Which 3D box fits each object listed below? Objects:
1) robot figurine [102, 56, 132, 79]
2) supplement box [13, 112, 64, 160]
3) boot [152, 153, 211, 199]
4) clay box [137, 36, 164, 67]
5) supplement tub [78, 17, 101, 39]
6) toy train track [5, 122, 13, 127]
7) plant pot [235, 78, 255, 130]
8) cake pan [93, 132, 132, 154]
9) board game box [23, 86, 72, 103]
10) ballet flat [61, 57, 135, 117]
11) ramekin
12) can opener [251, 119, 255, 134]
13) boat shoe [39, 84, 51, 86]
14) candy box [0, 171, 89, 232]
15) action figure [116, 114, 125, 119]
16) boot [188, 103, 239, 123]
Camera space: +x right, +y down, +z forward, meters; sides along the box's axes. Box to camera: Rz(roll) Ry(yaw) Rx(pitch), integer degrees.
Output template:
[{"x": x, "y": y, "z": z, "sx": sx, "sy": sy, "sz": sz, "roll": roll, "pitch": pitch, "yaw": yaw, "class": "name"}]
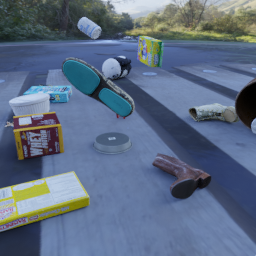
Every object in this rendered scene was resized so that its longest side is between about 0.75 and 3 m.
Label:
[{"x": -0.711, "y": -4.108, "z": 19.170, "sx": 1.452, "sy": 1.748, "sz": 2.327, "roll": 33, "pitch": 34, "yaw": 20, "class": "robot figurine"}, {"x": -2.943, "y": 0.201, "z": 9.188, "sx": 1.415, "sy": 0.952, "sz": 1.434, "roll": -8, "pitch": 24, "yaw": -19, "class": "supplement box"}, {"x": 1.107, "y": 1.165, "z": 7.387, "sx": 1.536, "sy": 0.529, "sz": 1.648, "roll": -2, "pitch": 22, "yaw": -42, "class": "boot"}, {"x": 1.024, "y": -3.598, "z": 13.172, "sx": 0.485, "sy": 1.171, "sz": 2.038, "roll": -6, "pitch": 26, "yaw": -19, "class": "clay box"}, {"x": -1.549, "y": -4.016, "z": 11.285, "sx": 0.833, "sy": 0.550, "sz": 0.550, "roll": 37, "pitch": 33, "yaw": 13, "class": "supplement tub"}, {"x": -4.564, "y": -0.134, "z": 11.105, "sx": 0.845, "sy": 0.137, "sz": 0.485, "roll": 19, "pitch": 29, "yaw": 37, "class": "toy train track"}, {"x": 5.478, "y": -1.286, "z": 10.606, "sx": 2.182, "sy": 2.182, "sz": 2.334, "roll": 14, "pitch": 39, "yaw": 30, "class": "plant pot"}, {"x": -0.525, "y": 0.473, "z": 9.474, "sx": 1.342, "sy": 0.246, "sz": 1.342, "roll": 0, "pitch": 22, "yaw": 0, "class": "cake pan"}, {"x": -4.118, "y": -1.766, "z": 14.599, "sx": 2.132, "sy": 0.500, "sz": 1.609, "roll": -1, "pitch": 22, "yaw": -2, "class": "board game box"}, {"x": -0.679, "y": -0.999, "z": 6.704, "sx": 1.992, "sy": 0.676, "sz": 0.750, "roll": 35, "pitch": 23, "yaw": -16, "class": "ballet flat"}, {"x": -4.149, "y": -0.931, "z": 12.008, "sx": 1.655, "sy": 0.771, "sz": 1.655, "roll": -6, "pitch": 19, "yaw": 2, "class": "ramekin"}, {"x": 5.665, "y": 0.078, "z": 9.677, "sx": 2.666, "sy": 0.702, "sz": 0.886, "roll": 15, "pitch": 44, "yaw": 29, "class": "can opener"}, {"x": -4.690, "y": -2.385, "z": 16.366, "sx": 1.060, "sy": 0.317, "sz": 0.379, "roll": 2, "pitch": 22, "yaw": 4, "class": "boat shoe"}, {"x": -2.246, "y": 1.672, "z": 6.425, "sx": 2.462, "sy": 0.325, "sz": 1.258, "roll": -11, "pitch": 27, "yaw": -24, "class": "candy box"}, {"x": -0.166, "y": -0.813, "z": 12.508, "sx": 0.496, "sy": 0.392, "sz": 1.515, "roll": 1, "pitch": 19, "yaw": 9, "class": "action figure"}, {"x": 3.489, "y": -0.573, "z": 11.478, "sx": 1.438, "sy": 0.670, "sz": 1.860, "roll": -7, "pitch": 17, "yaw": -18, "class": "boot"}]
